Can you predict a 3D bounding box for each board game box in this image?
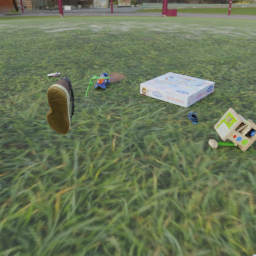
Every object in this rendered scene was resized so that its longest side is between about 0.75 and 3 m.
[{"bbox_3d":[2.534,-2.050,14.347,2.762,0.568,2.755,22,35,36],"label":"board game box"}]

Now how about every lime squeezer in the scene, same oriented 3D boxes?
[{"bbox_3d":[-1.591,-2.138,13.357,1.535,0.542,0.289,-36,12,18],"label":"lime squeezer"}]

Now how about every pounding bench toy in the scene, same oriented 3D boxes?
[{"bbox_3d":[3.643,0.279,9.680,1.114,1.428,0.887,27,24,-17],"label":"pounding bench toy"}]

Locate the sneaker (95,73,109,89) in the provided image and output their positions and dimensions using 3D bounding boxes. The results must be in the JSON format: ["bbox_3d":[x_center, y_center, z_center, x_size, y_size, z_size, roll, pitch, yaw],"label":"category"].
[{"bbox_3d":[-1.439,-2.576,15.303,0.606,0.631,1.609,3,28,8],"label":"sneaker"}]

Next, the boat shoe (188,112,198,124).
[{"bbox_3d":[2.750,-0.476,11.640,0.365,0.298,0.867,-5,28,-9],"label":"boat shoe"}]

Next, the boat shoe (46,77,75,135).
[{"bbox_3d":[-1.885,-0.582,8.197,0.813,2.220,0.720,28,56,1],"label":"boat shoe"}]

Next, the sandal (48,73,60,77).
[{"bbox_3d":[-4.459,-3.192,16.974,0.863,0.212,0.351,-4,10,21],"label":"sandal"}]

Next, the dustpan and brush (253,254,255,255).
[{"bbox_3d":[2.241,3.023,4.410,2.725,0.780,1.902,-15,31,-27],"label":"dustpan and brush"}]
